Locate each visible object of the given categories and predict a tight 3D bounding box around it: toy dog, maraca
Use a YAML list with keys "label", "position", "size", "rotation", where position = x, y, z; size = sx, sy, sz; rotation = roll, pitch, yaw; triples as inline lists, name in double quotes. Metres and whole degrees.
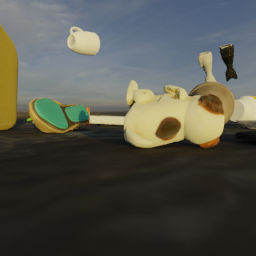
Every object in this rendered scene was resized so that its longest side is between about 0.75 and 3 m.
- label: "toy dog"
  position: [0.518, -0.130, 3.120]
  size: [1.069, 0.746, 1.037]
  rotation: [1, 15, 7]
- label: "maraca"
  position: [-4.860, -0.897, 16.478]
  size: [2.288, 1.224, 1.569]
  rotation: [-21, 8, 13]

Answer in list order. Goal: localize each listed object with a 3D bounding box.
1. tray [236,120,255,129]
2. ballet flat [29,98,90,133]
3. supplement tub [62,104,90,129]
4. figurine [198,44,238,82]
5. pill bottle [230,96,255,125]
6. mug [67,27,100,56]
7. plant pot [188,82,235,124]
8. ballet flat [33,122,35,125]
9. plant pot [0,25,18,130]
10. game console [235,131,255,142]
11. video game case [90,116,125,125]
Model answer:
- label: "tray"
  position: [4.376, -0.108, 7.816]
  size: [2.423, 0.269, 1.301]
  rotation: [-1, 3, -24]
- label: "ballet flat"
  position: [-1.591, -0.162, 6.218]
  size: [0.720, 0.784, 2.285]
  rotation: [-28, -9, 16]
- label: "supplement tub"
  position: [-1.604, -0.306, 7.623]
  size: [1.094, 0.670, 0.670]
  rotation: [-1, 2, -13]
- label: "figurine"
  position: [3.145, -2.117, 9.791]
  size: [1.290, 1.259, 0.555]
  rotation: [-19, 18, 1]
- label: "pill bottle"
  position: [4.781, -0.670, 10.908]
  size: [2.022, 1.133, 1.133]
  rotation: [-1, 3, -35]
- label: "mug"
  position: [-1.805, -3.373, 10.722]
  size: [1.034, 1.179, 0.871]
  rotation: [-10, -21, -47]
- label: "plant pot"
  position: [2.229, -0.508, 7.670]
  size: [1.352, 1.352, 1.173]
  rotation: [1, 19, 18]
- label: "ballet flat"
  position: [-3.737, -0.336, 11.747]
  size: [0.474, 0.401, 1.255]
  rotation: [0, 3, -10]
- label: "plant pot"
  position: [-3.998, -1.105, 6.970]
  size: [2.543, 2.526, 2.601]
  rotation: [0, -3, 2]
- label: "game console"
  position: [2.108, 0.136, 3.461]
  size: [1.088, 0.191, 1.230]
  rotation: [-4, 2, -6]
- label: "video game case"
  position: [0.077, -0.302, 10.710]
  size: [2.776, 0.319, 2.530]
  rotation: [3, 3, 9]
